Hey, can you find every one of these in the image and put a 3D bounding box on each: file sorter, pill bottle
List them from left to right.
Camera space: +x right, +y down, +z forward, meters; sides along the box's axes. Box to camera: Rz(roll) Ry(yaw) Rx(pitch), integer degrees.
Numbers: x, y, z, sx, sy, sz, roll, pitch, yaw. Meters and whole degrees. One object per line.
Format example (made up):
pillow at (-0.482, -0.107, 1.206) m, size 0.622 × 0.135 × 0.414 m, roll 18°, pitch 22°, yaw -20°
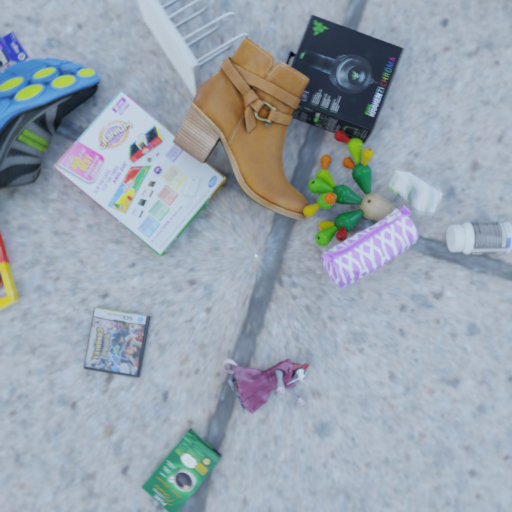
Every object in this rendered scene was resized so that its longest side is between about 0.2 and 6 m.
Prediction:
file sorter at (-1.083, -3.994, 9.664) m, size 1.176 × 1.310 × 1.888 m, roll -32°, pitch 86°, yaw -6°
pill bottle at (3.856, -0.308, 9.686) m, size 0.988 × 0.562 × 0.562 m, roll -1°, pitch 85°, yaw 0°

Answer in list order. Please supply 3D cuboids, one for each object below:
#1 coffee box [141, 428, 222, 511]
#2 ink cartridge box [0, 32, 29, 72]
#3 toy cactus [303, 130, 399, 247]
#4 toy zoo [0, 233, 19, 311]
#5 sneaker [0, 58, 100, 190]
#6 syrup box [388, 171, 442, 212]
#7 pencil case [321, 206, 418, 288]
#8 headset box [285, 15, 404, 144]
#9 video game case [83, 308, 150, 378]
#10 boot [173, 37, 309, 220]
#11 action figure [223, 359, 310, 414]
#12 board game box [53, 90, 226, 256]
coffee box at (-1.261, 3.644, 9.475) m, size 0.765 × 0.274 × 1.245 m, roll 38°, pitch 86°, yaw 3°
ink cartridge box at (-4.858, -3.537, 10.156) m, size 1.297 × 0.241 × 0.614 m, roll -33°, pitch 85°, yaw -5°
toy cactus at (1.711, -1.042, 9.608) m, size 1.660 × 1.028 × 2.011 m, roll 20°, pitch 71°, yaw -12°
toy zoo at (-5.100, 0.258, 9.798) m, size 1.502 × 0.234 × 2.289 m, roll -18°, pitch 85°, yaw -2°
sneaker at (-4.110, -2.081, 9.556) m, size 1.245 × 1.456 × 3.513 m, roll 32°, pitch 69°, yaw 22°
syrup box at (2.659, -1.086, 9.406) m, size 0.356 × 0.875 × 0.345 m, roll 2°, pitch 121°, yaw -31°
pencil case at (1.860, -0.144, 9.113) m, size 1.668 × 0.713 × 0.700 m, roll -33°, pitch 55°, yaw -10°
headset box at (1.384, -3.081, 9.792) m, size 1.822 × 0.845 × 1.586 m, roll 22°, pitch 85°, yaw 2°
video game case at (-2.419, 1.503, 9.736) m, size 0.978 × 0.138 × 1.083 m, roll 9°, pitch 85°, yaw 0°
boot at (0.235, -2.013, 9.207) m, size 2.690 × 1.032 × 2.088 m, roll 35°, pitch 98°, yaw -9°
action figure at (0.269, 2.084, 9.521) m, size 1.381 × 0.925 × 1.029 m, roll -25°, pitch 51°, yaw -7°
board game box at (-1.970, -1.406, 9.686) m, size 2.332 × 0.470 × 1.784 m, roll 41°, pitch 87°, yaw -4°
